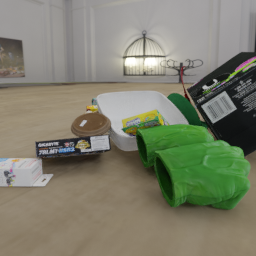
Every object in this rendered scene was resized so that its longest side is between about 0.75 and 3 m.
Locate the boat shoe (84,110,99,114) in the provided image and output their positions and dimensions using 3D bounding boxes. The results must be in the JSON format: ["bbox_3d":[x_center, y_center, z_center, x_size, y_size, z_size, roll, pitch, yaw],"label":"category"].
[{"bbox_3d":[-1.506,-0.354,10.923,0.692,0.649,1.876,4,13,20],"label":"boat shoe"}]

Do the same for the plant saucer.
[{"bbox_3d":[-0.946,-0.106,7.139,1.042,0.154,1.042,-3,36,2],"label":"plant saucer"}]

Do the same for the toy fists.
[{"bbox_3d":[1.196,0.626,5.588,1.529,1.031,2.999,-10,15,-8],"label":"toy fists"}]

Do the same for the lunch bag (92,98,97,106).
[{"bbox_3d":[-1.296,-1.233,14.770,1.098,0.786,1.289,-5,19,-18],"label":"lunch bag"}]

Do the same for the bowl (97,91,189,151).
[{"bbox_3d":[0.356,-0.170,8.284,2.347,0.877,2.350,-7,37,-21],"label":"bowl"}]

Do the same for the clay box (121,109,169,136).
[{"bbox_3d":[0.490,-0.032,7.182,0.934,0.387,1.625,-16,-20,16],"label":"clay box"}]

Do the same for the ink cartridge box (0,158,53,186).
[{"bbox_3d":[-2.186,0.891,5.709,1.161,0.394,0.668,0,12,1],"label":"ink cartridge box"}]

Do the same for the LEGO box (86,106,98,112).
[{"bbox_3d":[-1.095,-0.653,12.471,1.515,0.585,1.128,-1,12,-7],"label":"LEGO box"}]

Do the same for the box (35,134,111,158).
[{"bbox_3d":[-1.316,0.469,6.652,1.588,0.397,1.599,-3,-7,-13],"label":"box"}]

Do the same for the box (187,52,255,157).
[{"bbox_3d":[3.071,-0.771,7.749,2.169,1.815,2.920,-33,9,15],"label":"box"}]

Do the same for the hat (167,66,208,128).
[{"bbox_3d":[2.006,-1.280,11.120,2.233,2.373,2.695,-4,13,-21],"label":"hat"}]
